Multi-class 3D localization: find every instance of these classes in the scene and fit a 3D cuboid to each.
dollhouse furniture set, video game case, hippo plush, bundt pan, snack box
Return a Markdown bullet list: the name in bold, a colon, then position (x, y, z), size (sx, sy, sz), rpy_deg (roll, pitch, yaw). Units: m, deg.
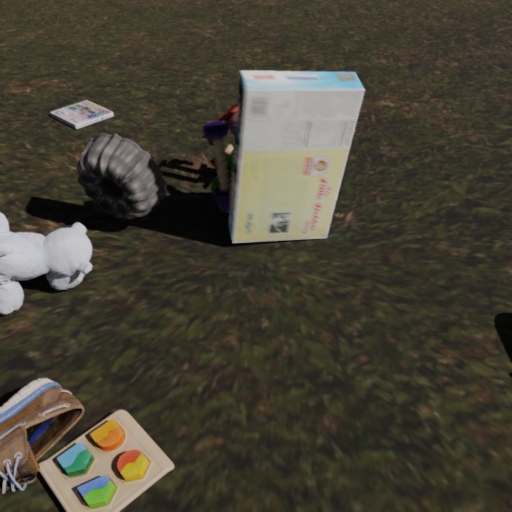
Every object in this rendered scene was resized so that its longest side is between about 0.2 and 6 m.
- **dollhouse furniture set**: position (-0.578, -2.498, 12.112), size (1.952, 1.050, 0.794), rpy_deg (-20, 25, 49)
- **video game case**: position (-4.885, -3.968, 15.692), size (1.332, 0.158, 1.213), rpy_deg (29, 45, 34)
- **hippo plush**: position (-3.659, -0.153, 9.320), size (1.663, 2.068, 1.647), rpy_deg (-11, 59, -28)
- **bundt pan**: position (-2.630, -1.386, 10.554), size (1.774, 1.774, 0.666), rpy_deg (15, 50, 19)
- **snack box**: position (0.570, -1.595, 9.837), size (1.911, 3.289, 0.610), rpy_deg (-3, 46, -11)

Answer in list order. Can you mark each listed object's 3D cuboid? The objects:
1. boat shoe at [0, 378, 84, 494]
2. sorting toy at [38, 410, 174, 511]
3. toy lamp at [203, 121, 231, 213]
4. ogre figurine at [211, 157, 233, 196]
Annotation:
- **boat shoe**: position (-3.025, 2.379, 6.736), size (0.819, 0.818, 2.264), rpy_deg (16, 40, 22)
- **sorting toy**: position (-1.872, 2.588, 6.955), size (1.302, 0.237, 1.205), rpy_deg (-29, 46, -33)
- **toy lamp**: position (-0.623, -1.601, 10.487), size (0.522, 1.792, 0.522), rpy_deg (-4, 43, 3)
- **ogre figurine**: position (0.378, -1.734, 11.097), size (1.561, 2.604, 1.277), rpy_deg (20, 34, -33)
